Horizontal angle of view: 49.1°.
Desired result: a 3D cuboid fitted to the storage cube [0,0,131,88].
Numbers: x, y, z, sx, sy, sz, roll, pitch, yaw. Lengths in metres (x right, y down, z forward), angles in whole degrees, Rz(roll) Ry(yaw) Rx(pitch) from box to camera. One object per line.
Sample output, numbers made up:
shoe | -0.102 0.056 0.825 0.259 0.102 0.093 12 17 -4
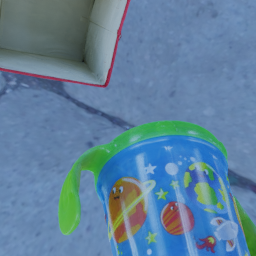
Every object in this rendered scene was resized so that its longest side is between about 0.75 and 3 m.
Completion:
storage cube | -1.276 -1.982 4.827 2.147 1.836 1.930 7 23 -25

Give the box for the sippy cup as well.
sippy cup | 0.559 1.218 3.516 2.552 2.004 1.870 -9 42 -1
